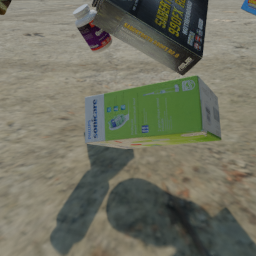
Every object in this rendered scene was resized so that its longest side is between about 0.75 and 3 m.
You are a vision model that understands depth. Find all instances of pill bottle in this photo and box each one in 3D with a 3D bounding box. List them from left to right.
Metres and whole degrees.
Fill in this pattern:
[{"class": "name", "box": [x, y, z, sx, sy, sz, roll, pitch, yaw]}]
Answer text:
[{"class": "pill bottle", "box": [-0.939, -2.607, 7.371, 0.650, 1.157, 0.650, -21, 38, 18]}]

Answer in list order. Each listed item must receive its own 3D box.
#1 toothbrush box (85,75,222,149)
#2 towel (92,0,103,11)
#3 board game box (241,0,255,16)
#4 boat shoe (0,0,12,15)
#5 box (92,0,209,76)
[{"class": "toothbrush box", "box": [0.367, -0.120, 3.882, 1.582, 0.681, 1.152, -6, -10, 27]}, {"class": "towel", "box": [-0.593, -4.772, 9.760, 0.622, 1.454, 1.204, 36, 45, 3]}, {"class": "board game box", "box": [3.830, -2.725, 6.799, 1.576, 0.441, 1.544, 11, 32, -16]}, {"class": "boat shoe", "box": [-3.892, -3.848, 7.087, 0.767, 2.094, 0.679, 12, 69, 34]}, {"class": "box", "box": [0.710, -2.921, 6.448, 2.312, 0.705, 2.919, 26, 55, -16]}]
